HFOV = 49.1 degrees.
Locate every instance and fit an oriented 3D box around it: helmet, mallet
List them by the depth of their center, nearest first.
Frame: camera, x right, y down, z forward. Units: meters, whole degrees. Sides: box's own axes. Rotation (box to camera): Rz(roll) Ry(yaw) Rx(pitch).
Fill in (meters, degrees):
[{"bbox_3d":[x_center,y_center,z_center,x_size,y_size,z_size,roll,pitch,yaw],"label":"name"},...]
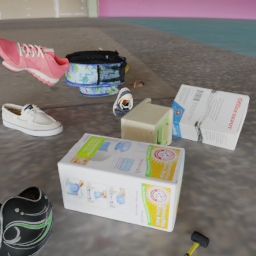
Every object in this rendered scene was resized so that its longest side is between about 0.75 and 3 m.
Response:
[{"bbox_3d":[-1.889,1.660,4.910,1.232,1.232,1.174,23,7,38],"label":"helmet"},{"bbox_3d":[1.056,2.206,5.002,0.986,0.203,0.325,-25,36,-34],"label":"mallet"}]

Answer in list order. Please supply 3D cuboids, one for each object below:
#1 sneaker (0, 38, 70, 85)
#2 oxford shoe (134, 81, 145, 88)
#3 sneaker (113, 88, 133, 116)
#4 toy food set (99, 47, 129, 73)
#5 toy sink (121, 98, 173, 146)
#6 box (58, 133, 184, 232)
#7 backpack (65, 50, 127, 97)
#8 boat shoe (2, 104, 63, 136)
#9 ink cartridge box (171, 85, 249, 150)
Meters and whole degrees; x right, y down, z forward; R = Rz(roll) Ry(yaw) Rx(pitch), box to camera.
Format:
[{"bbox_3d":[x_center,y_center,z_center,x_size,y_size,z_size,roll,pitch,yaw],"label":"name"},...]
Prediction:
[{"bbox_3d":[-3.295,-2.555,9.847,1.294,1.100,2.985,-30,-23,24],"label":"sneaker"},{"bbox_3d":[0.536,-2.069,13.293,0.295,0.289,0.810,17,31,21],"label":"oxford shoe"},{"bbox_3d":[-0.136,-0.571,7.364,0.386,0.985,0.391,-10,55,-21],"label":"sneaker"},{"bbox_3d":[-0.947,-3.503,15.640,1.642,0.912,2.791,18,24,-19],"label":"toy food set"},{"bbox_3d":[0.674,0.016,8.157,1.040,1.210,1.856,13,28,23],"label":"toy sink"},{"bbox_3d":[-0.067,1.084,6.023,2.384,1.208,1.341,8,29,16],"label":"box"},{"bbox_3d":[-1.471,-2.352,12.113,2.448,1.799,2.241,-3,24,-14],"label":"backpack"},{"bbox_3d":[-3.233,-0.365,9.309,2.379,0.830,0.843,13,30,25],"label":"boat shoe"},{"bbox_3d":[2.440,-0.368,8.658,2.117,0.892,1.545,16,59,25],"label":"ink cartridge box"}]
